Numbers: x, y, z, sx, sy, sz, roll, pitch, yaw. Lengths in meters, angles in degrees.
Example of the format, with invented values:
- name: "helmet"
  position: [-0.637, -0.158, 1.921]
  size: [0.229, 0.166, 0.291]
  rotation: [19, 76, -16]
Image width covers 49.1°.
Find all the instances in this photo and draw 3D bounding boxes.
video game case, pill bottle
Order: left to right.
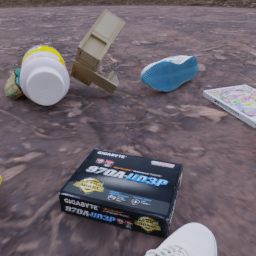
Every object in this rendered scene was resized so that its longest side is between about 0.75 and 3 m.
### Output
- name: "pill bottle"
  position: [-2.838, -1.802, 9.554]
  size: [1.553, 1.553, 2.843]
  rotation: [-8, 29, -14]
- name: "video game case"
  position: [3.964, -0.793, 9.086]
  size: [1.893, 0.238, 2.643]
  rotation: [-10, 30, -18]

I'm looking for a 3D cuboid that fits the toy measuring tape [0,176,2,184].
- name: "toy measuring tape"
  position: [-2.873, 1.411, 4.281]
  size: [0.952, 0.952, 2.589]
  rotation: [8, 29, 14]

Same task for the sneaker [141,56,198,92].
- name: "sneaker"
  position: [1.454, -2.106, 10.813]
  size: [1.208, 1.144, 2.990]
  rotation: [10, 23, 44]

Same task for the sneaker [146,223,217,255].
- name: "sneaker"
  position: [0.487, 1.866, 3.487]
  size: [0.847, 0.821, 2.320]
  rotation: [20, 34, 33]

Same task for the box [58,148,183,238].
- name: "box"
  position: [-0.053, 1.108, 5.290]
  size: [1.972, 0.454, 1.567]
  rotation: [9, 29, 16]

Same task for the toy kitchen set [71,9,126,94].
- name: "toy kitchen set"
  position: [-0.751, -2.473, 9.854]
  size: [1.673, 2.051, 1.850]
  rotation: [31, 68, -8]

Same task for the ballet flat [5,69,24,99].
- name: "ballet flat"
  position: [-4.105, -1.625, 10.252]
  size: [0.772, 0.772, 2.183]
  rotation: [-7, 27, -12]
